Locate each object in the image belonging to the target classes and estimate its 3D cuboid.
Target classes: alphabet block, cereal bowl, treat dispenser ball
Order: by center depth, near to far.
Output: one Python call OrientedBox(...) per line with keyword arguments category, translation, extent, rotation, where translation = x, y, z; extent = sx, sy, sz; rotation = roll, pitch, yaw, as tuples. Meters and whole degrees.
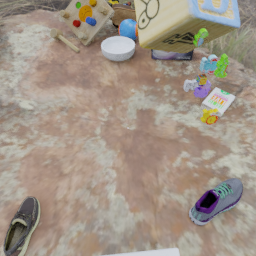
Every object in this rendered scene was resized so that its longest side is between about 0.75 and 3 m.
OrientedBox(category="alphabet block", translation=(1.777, -3.874, 8.848), extent=(2.284, 2.326, 2.272), rotation=(-2, 85, -35))
OrientedBox(category="cereal bowl", translation=(-0.407, -3.290, 11.928), extent=(1.451, 0.604, 1.451), rotation=(-1, 46, 1))
OrientedBox(category="treat dispenser ball", translation=(0.040, -4.451, 12.786), extent=(0.960, 0.960, 0.960), rotation=(0, 47, 0))

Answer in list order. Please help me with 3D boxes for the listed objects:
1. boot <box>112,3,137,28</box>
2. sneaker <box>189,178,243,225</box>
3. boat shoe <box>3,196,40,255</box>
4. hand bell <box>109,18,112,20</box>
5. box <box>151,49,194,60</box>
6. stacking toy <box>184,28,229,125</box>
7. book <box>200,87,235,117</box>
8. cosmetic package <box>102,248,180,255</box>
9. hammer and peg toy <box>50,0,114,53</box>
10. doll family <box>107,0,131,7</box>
OrientedBox(category="boot", translation=(0.549, -5.239, 13.731), extent=(2.794, 1.028, 1.054), rotation=(4, 87, -10))
OrientedBox(category="sneaker", translation=(2.360, 1.744, 7.107), extent=(1.821, 0.797, 0.678), rotation=(-31, 54, -25))
OrientedBox(category="boat shoe", translation=(-2.536, 2.325, 6.755), extent=(0.584, 0.517, 1.595), rotation=(1, 47, 1))
OrientedBox(category="hand bell", translation=(-0.954, -5.483, 13.828), extent=(2.841, 1.479, 1.479), rotation=(-13, 47, -29))
OrientedBox(category="box", translation=(1.899, -3.833, 11.654), extent=(1.756, 1.742, 1.082), rotation=(2, 47, 2))
OrientedBox(category="stacking toy", translation=(2.174, -1.402, 7.706), extent=(0.510, 2.170, 1.636), rotation=(-7, 45, -9))
OrientedBox(category="book", translation=(3.219, -0.928, 9.998), extent=(0.792, 0.285, 1.185), rotation=(30, 52, 21))
OrientedBox(category="cosmetic package", translation=(0.212, 3.265, 5.281), extent=(1.670, 1.389, 1.398), rotation=(-4, 47, -4))
OrientedBox(category="hammer and peg toy", translation=(-2.069, -4.723, 12.571), extent=(2.075, 2.821, 0.995), rotation=(50, 22, 12))
OrientedBox(category="doll family", translation=(-0.609, -6.505, 14.931), extent=(1.806, 0.709, 1.044), rotation=(38, 53, 24))
